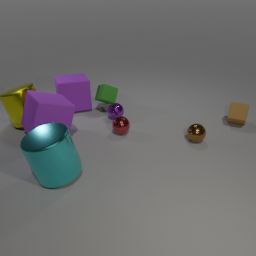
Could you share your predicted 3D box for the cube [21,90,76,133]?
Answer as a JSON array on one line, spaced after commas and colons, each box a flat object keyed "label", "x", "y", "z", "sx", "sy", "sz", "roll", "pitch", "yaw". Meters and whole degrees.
[{"label": "cube", "x": -2.983, "y": -0.462, "z": 10.385, "sx": 1.400, "sy": 1.400, "sz": 1.400, "roll": 3, "pitch": 21, "yaw": -38}]

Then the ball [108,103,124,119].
[{"label": "ball", "x": -0.525, "y": -0.730, "z": 12.033, "sx": 0.700, "sy": 0.700, "sz": 0.700, "roll": 0, "pitch": 28, "yaw": 0}]

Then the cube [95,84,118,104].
[{"label": "cube", "x": -0.957, "y": -1.499, "z": 12.449, "sx": 0.700, "sy": 0.700, "sz": 0.700, "roll": 17, "pitch": -6, "yaw": -31}]

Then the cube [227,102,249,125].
[{"label": "cube", "x": 4.499, "y": -0.589, "z": 11.474, "sx": 0.700, "sy": 0.700, "sz": 0.700, "roll": 13, "pitch": -10, "yaw": 20}]

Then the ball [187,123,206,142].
[{"label": "ball", "x": 2.525, "y": 0.183, "z": 10.358, "sx": 0.700, "sy": 0.700, "sz": 0.700, "roll": 0, "pitch": 28, "yaw": 0}]

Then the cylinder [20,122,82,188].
[{"label": "cylinder", "x": -2.220, "y": 0.781, "z": 8.228, "sx": 1.400, "sy": 1.400, "sz": 1.400, "roll": -10, "pitch": 33, "yaw": 7}]

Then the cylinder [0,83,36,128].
[{"label": "cylinder", "x": -4.246, "y": -0.934, "z": 11.360, "sx": 1.400, "sy": 1.400, "sz": 1.400, "roll": -14, "pitch": 24, "yaw": 7}]

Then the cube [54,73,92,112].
[{"label": "cube", "x": -2.530, "y": -1.628, "z": 12.872, "sx": 1.400, "sy": 1.400, "sz": 1.400, "roll": -9, "pitch": 26, "yaw": -17}]

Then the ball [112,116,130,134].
[{"label": "ball", "x": -0.269, "y": -0.110, "z": 10.873, "sx": 0.700, "sy": 0.700, "sz": 0.700, "roll": 0, "pitch": 28, "yaw": 0}]
